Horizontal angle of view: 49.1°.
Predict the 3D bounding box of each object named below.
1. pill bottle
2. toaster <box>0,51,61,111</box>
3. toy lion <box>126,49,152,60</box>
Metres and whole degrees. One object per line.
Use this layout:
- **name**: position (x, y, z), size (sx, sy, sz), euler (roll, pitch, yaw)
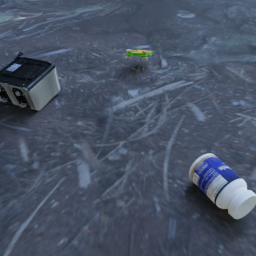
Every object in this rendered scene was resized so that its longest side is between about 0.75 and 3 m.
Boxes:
- **pill bottle**: position (2.091, 1.274, 6.233), size (0.811, 0.811, 1.401), euler (-19, 41, -23)
- **toaster**: position (-3.434, -1.589, 9.566), size (1.714, 1.125, 1.896), euler (15, 47, 18)
- **toy lion**: position (0.485, -3.130, 11.716), size (1.056, 0.363, 1.012), euler (5, 24, 5)
